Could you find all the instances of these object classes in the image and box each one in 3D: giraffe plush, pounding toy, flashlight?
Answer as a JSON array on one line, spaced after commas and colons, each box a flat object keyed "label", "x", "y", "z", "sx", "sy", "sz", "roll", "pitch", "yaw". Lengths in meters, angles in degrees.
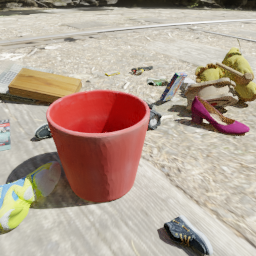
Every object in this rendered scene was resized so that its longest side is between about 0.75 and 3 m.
[{"label": "giraffe plush", "x": 4.424, "y": -2.347, "z": 13.081, "sx": 2.330, "sy": 2.873, "sz": 2.479, "roll": -22, "pitch": 11, "yaw": 20}, {"label": "pounding toy", "x": 3.746, "y": -1.772, "z": 11.909, "sx": 2.743, "sy": 1.574, "sz": 1.568, "roll": -9, "pitch": -13, "yaw": 18}, {"label": "flashlight", "x": 0.414, "y": -0.677, "z": 11.372, "sx": 0.746, "sy": 0.743, "sz": 2.196, "roll": -40, "pitch": 42, "yaw": -14}]

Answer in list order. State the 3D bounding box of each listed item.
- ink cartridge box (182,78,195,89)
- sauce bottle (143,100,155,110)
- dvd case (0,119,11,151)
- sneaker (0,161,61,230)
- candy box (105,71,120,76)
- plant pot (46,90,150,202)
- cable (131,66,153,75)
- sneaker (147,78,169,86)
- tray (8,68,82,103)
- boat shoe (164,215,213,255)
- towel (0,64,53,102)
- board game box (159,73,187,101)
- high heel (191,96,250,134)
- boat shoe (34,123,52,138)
[{"label": "ink cartridge box", "x": 3.117, "y": -2.364, "z": 14.758, "sx": 0.556, "sy": 0.321, "sz": 0.761, "roll": -7, "pitch": 30, "yaw": -11}, {"label": "sauce bottle", "x": 0.487, "y": -1.038, "z": 12.306, "sx": 1.466, "sy": 0.484, "sz": 0.484, "roll": 18, "pitch": 34, "yaw": 24}, {"label": "dvd case", "x": -5.046, "y": 0.307, "z": 10.170, "sx": 1.482, "sy": 0.223, "sz": 2.030, "roll": -11, "pitch": 30, "yaw": -19}, {"label": "sneaker", "x": -2.810, "y": 1.541, "z": 7.344, "sx": 1.205, "sy": 0.869, "sz": 2.293, "roll": 12, "pitch": 33, "yaw": 21}, {"label": "candy box", "x": -0.906, "y": -3.186, "z": 16.428, "sx": 0.801, "sy": 0.106, "sz": 0.410, "roll": -17, "pitch": 31, "yaw": -28}, {"label": "plant pot", "x": -0.737, "y": 0.506, "z": 7.643, "sx": 2.666, "sy": 2.359, "sz": 2.666, "roll": -1, "pitch": 30, "yaw": 0}, {"label": "cable", "x": 0.830, "y": -3.459, "z": 16.855, "sx": 0.848, "sy": 0.439, "sz": 1.746, "roll": 1, "pitch": 12, "yaw": 37}, {"label": "sneaker", "x": 1.252, "y": -1.901, "z": 12.068, "sx": 1.019, "sy": 0.392, "sz": 0.451, "roll": 5, "pitch": 36, "yaw": 18}, {"label": "tray", "x": -3.796, "y": -1.943, "z": 13.018, "sx": 2.977, "sy": 0.551, "sz": 1.468, "roll": 11, "pitch": 48, "yaw": 6}, {"label": "boat shoe", "x": 1.304, "y": 2.457, "z": 6.232, "sx": 0.540, "sy": 0.421, "sz": 1.190, "roll": -14, "pitch": 25, "yaw": -23}, {"label": "towel", "x": -5.267, "y": -2.362, "z": 13.815, "sx": 2.500, "sy": 0.432, "sz": 2.407, "roll": 10, "pitch": 49, "yaw": 8}, {"label": "board game box", "x": 2.046, "y": -1.858, "z": 12.602, "sx": 0.236, "sy": 1.371, "sz": 0.928, "roll": 42, "pitch": 31, "yaw": 21}, {"label": "high heel", "x": 3.494, "y": -0.480, "z": 10.654, "sx": 2.286, "sy": 1.099, "sz": 0.771, "roll": 13, "pitch": 32, "yaw": 22}, {"label": "boat shoe", "x": -2.767, "y": 0.060, "z": 10.310, "sx": 0.410, "sy": 0.514, "sz": 1.360, "roll": 18, "pitch": 34, "yaw": 40}]
